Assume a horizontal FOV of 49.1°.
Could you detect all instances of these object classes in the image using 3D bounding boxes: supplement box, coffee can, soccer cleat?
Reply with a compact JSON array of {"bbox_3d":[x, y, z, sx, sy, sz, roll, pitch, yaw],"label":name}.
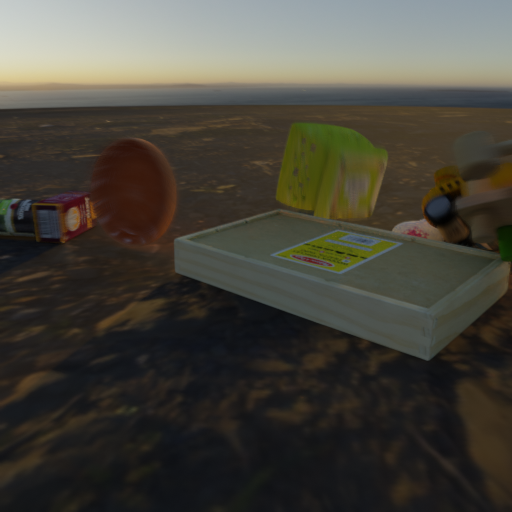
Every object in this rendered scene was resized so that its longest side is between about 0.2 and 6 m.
[{"bbox_3d":[-3.514,-0.746,10.374,0.546,0.703,1.274,4,18,12],"label":"supplement box"},{"bbox_3d":[-4.341,-0.698,10.273,0.952,0.697,0.697,2,19,9],"label":"coffee can"},{"bbox_3d":[3.354,-0.540,9.549,2.000,0.863,0.699,7,20,22],"label":"soccer cleat"}]

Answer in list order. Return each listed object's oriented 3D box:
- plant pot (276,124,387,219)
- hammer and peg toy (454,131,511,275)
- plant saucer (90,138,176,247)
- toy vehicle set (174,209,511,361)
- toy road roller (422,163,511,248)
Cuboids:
[{"bbox_3d":[1.446,-1.490,10.309,1.534,1.526,1.392,-3,27,-32],"label":"plant pot"},{"bbox_3d":[3.520,-0.640,6.743,1.935,0.927,2.630,-13,-27,35],"label":"hammer and peg toy"},{"bbox_3d":[-2.048,-1.059,9.398,1.800,1.800,0.290,11,13,30],"label":"plant saucer"},{"bbox_3d":[1.124,0.127,8.039,4.119,0.546,2.559,16,24,39],"label":"toy vehicle set"},{"bbox_3d":[3.392,-0.929,8.669,1.653,1.016,1.206,-24,41,30],"label":"toy road roller"}]
